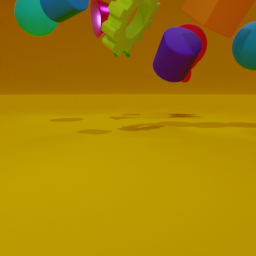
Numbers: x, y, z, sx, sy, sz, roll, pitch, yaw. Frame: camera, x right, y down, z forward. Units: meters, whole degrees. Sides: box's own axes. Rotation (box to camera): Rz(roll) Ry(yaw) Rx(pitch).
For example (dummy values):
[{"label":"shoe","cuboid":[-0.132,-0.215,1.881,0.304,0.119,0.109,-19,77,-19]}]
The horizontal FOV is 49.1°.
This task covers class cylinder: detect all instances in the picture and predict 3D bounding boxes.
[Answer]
[{"label":"cylinder","cuboid":[1.474,-2.224,8.581,1.195,1.195,1.195,-2,-31,-14]},{"label":"cylinder","cuboid":[-1.376,-2.794,6.073,0.768,0.768,0.768,-9,1,37]}]

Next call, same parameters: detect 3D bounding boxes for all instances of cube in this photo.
[{"label":"cube","cuboid":[2.389,-3.302,7.511,1.143,1.143,1.143,8,35,-33]}]

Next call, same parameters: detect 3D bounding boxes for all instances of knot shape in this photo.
[{"label":"knot shape","cuboid":[2.493,-2.814,12.458,1.323,1.413,0.653,-35,11,30]}]

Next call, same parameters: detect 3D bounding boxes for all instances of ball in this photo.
[{"label":"ball","cuboid":[-2.945,-3.694,9.088,1.385,1.385,1.385,0,8,0]},{"label":"ball","cuboid":[3.757,-2.378,8.130,1.388,1.388,1.388,0,8,0]}]

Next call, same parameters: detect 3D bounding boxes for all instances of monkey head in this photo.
[{"label":"monkey head","cuboid":[-0.200,-3.421,11.804,0.848,1.012,1.407,5,-32,3]}]

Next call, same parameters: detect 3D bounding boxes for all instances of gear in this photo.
[{"label":"gear","cuboid":[0.126,-2.902,7.271,0.378,2.045,2.045,37,18,12]}]

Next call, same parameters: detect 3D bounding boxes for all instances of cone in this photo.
[{"label":"cone","cuboid":[-0.506,-3.964,9.956,1.360,1.355,1.355,-11,11,-18]},{"label":"cone","cuboid":[2.133,-3.496,11.409,1.655,1.655,1.661,-1,29,-7]}]
